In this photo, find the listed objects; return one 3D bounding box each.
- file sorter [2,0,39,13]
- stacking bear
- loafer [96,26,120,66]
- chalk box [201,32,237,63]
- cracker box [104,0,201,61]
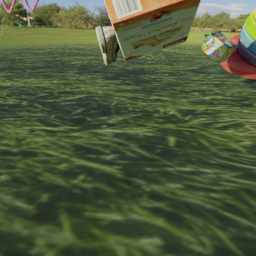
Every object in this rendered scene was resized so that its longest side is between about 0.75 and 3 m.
[{"bbox_3d":[-2.333,-2.490,4.326,1.777,1.115,1.235,-22,-2,-36],"label":"file sorter"},{"bbox_3d":[3.853,-2.782,7.211,1.614,2.839,1.724,25,55,7],"label":"stacking bear"},{"bbox_3d":[-0.500,-2.477,8.566,0.689,0.788,2.192,-14,-4,0],"label":"loafer"},{"bbox_3d":[2.299,-2.155,7.316,0.511,0.508,0.821,-22,62,-42],"label":"chalk box"},{"bbox_3d":[0.393,-1.754,4.585,1.266,0.545,1.890,-17,-2,5],"label":"cracker box"}]
